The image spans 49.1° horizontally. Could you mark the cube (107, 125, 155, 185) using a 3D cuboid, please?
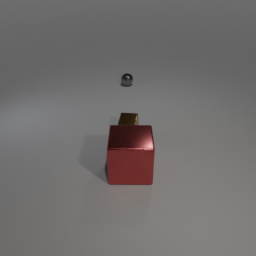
[{"bbox_3d":[0.088,0.838,8.993,1.400,1.400,1.400,0,31,0],"label":"cube"}]

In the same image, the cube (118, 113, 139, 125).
[{"bbox_3d":[0.033,-0.118,11.110,0.700,0.700,0.700,3,46,11],"label":"cube"}]

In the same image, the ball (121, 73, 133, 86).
[{"bbox_3d":[-0.046,-2.702,15.623,0.700,0.700,0.700,0,31,0],"label":"ball"}]
